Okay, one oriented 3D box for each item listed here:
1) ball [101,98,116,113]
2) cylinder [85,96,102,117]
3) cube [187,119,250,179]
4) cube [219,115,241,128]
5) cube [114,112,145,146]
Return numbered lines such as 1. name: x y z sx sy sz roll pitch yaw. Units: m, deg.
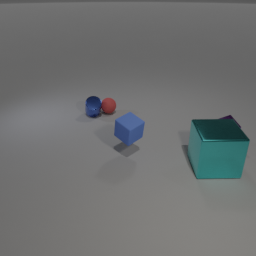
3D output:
1. ball: -0.880 -1.021 12.674 0.700 0.700 0.700 0 28 0
2. cylinder: -1.528 -0.940 12.347 0.700 0.700 0.700 4 64 -8
3. cube: 2.776 0.630 8.867 1.400 1.400 1.400 -1 28 -1
4. cube: 3.543 0.078 10.116 0.700 0.700 0.700 -18 46 -6
5. cube: 0.038 0.022 9.218 0.700 0.700 0.700 -30 52 -35
